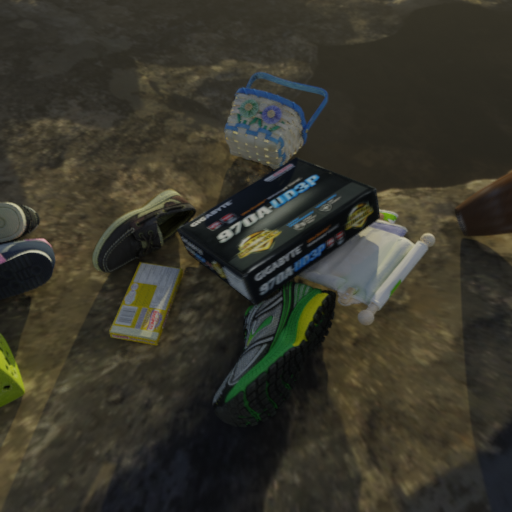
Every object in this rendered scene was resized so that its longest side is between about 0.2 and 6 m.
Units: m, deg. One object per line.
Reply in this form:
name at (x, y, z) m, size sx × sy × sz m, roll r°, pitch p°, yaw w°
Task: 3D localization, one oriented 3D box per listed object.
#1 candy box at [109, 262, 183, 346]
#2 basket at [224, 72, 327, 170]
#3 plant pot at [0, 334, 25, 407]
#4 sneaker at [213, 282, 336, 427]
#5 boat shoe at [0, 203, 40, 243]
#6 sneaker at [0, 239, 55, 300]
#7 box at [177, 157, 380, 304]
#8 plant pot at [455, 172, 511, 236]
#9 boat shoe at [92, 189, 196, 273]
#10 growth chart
candy box at (-2.063, 0.870, 10.702) m, size 0.903 × 0.233 × 1.766 m, roll 10°, pitch 47°, yaw 4°
basket at (0.429, -3.343, 13.426) m, size 2.025 × 1.597 × 2.296 m, roll 19°, pitch 62°, yaw 17°
plant pot at (-4.846, 1.827, 9.281) m, size 1.364 × 1.237 × 1.357 m, roll -26°, pitch 55°, yaw -19°
sneaker at (0.190, 1.618, 9.670) m, size 1.314 × 1.204 × 3.085 m, roll 18°, pitch 44°, yaw 27°
boat shoe at (-6.042, -0.638, 11.754) m, size 2.898 × 1.041 × 0.980 m, roll -4°, pitch 12°, yaw 6°
sneaker at (-5.311, 0.349, 10.918) m, size 2.802 × 0.983 × 1.149 m, roll -12°, pitch 28°, yaw -8°
box at (0.418, -0.640, 11.012) m, size 3.179 × 0.731 × 2.527 m, roll -33°, pitch 37°, yaw -19°
plant pot at (4.930, -0.936, 11.675) m, size 1.365 × 1.276 × 1.276 m, roll -21°, pitch 49°, yaw 12°
boat shoe at (-2.226, -0.487, 11.479) m, size 0.828 × 0.901 × 2.521 m, roll 25°, pitch 49°, yaw 25°
growth chart at (1.468, -0.325, 11.075) m, size 2.820 × 0.346 × 3.897 m, roll -39°, pitch 43°, yaw -26°
